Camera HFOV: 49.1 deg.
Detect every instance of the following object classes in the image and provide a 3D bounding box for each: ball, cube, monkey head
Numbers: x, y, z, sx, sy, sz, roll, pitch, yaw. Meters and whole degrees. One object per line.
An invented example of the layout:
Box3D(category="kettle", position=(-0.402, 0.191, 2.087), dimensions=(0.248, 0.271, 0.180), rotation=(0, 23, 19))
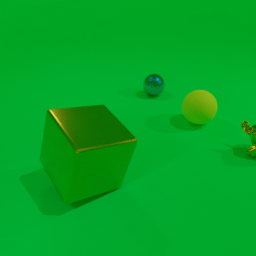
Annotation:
Box3D(category="ball", position=(0.915, -1.522, 9.901), dimensions=(0.779, 0.779, 0.779), rotation=(0, 33, 0))
Box3D(category="ball", position=(2.104, -0.612, 8.255), dimensions=(1.003, 1.003, 1.003), rotation=(0, 33, 0))
Box3D(category="cube", position=(-0.873, 0.473, 5.823), dimensions=(1.369, 1.369, 1.369), rotation=(-9, 41, -37))
Box3D(category="monkey head", position=(3.298, 0.325, 7.097), dimensions=(1.118, 0.804, 0.674), rotation=(34, 24, -5))
